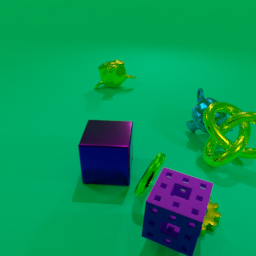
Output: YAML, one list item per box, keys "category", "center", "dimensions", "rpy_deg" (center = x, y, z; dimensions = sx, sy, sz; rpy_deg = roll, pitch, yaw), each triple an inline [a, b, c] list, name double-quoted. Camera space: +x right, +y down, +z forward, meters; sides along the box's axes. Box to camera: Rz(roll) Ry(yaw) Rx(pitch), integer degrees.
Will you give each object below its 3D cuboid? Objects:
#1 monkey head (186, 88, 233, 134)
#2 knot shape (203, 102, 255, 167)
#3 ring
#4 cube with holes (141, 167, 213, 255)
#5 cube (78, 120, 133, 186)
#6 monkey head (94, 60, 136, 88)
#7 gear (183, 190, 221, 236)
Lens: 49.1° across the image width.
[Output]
- category: "monkey head"
  center: [2.291, -0.325, 8.236]
  dimensions: [0.966, 1.603, 1.154]
  rpy_deg: [-39, 2, -21]
- category: "knot shape"
  center: [2.551, 0.266, 7.073]
  dimensions: [1.732, 0.855, 1.851]
  rpy_deg: [-51, 54, 2]
- category: "ring"
  center: [0.485, 1.017, 6.096]
  dimensions: [0.223, 1.115, 1.115]
  rpy_deg: [32, 40, 10]
- category: "cube with holes"
  center: [0.873, 1.460, 4.978]
  dimensions: [0.930, 0.930, 0.930]
  rpy_deg: [16, 36, 18]
- category: "cube"
  center: [-0.481, 0.578, 6.804]
  dimensions: [1.150, 1.150, 1.150]
  rpy_deg: [2, 32, 4]
- category: "monkey head"
  center: [-0.579, -2.085, 11.068]
  dimensions: [1.771, 1.067, 1.274]
  rpy_deg: [-13, 20, 1]
- category: "gear"
  center: [1.359, 1.737, 5.850]
  dimensions: [1.073, 0.198, 1.073]
  rpy_deg: [0, 32, 0]
